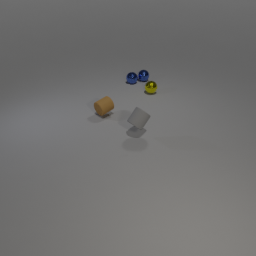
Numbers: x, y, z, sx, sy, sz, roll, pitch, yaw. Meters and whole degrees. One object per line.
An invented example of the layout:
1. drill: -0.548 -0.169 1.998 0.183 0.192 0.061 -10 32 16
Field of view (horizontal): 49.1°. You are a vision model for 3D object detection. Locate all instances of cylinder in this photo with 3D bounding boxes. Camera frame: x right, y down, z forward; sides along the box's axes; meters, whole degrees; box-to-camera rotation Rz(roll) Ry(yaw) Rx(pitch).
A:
1. cylinder: -1.118 -1.030 13.053 0.700 0.700 0.700 -34 43 -28
2. cylinder: 0.435 -0.380 11.250 0.700 0.700 0.700 34 1 -1

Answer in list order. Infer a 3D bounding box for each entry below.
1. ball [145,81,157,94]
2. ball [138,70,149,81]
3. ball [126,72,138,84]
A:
1. ball: 1.275 -2.252 15.460 0.700 0.700 0.700 0 30 0
2. ball: 0.950 -3.209 17.122 0.700 0.700 0.700 0 30 0
3. ball: 0.238 -2.997 16.770 0.700 0.700 0.700 0 30 0
